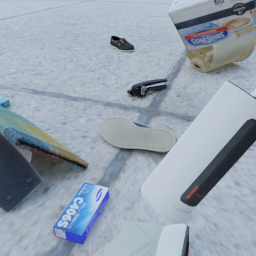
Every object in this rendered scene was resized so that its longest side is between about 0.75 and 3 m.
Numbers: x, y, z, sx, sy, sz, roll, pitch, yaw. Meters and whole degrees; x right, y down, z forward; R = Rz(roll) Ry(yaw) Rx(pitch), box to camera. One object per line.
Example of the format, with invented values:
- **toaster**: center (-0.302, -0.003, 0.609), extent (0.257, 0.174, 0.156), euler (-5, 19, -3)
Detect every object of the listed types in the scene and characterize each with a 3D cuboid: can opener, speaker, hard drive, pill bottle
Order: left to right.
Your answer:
- **pill bottle**: center (-2.976, 0.327, 6.256), extent (0.983, 0.983, 1.739), euler (-25, 40, -34)
- **hard drive**: center (-2.396, 0.777, 5.243), extent (0.929, 1.377, 0.291), euler (-44, 12, -23)
- **can opener**: center (0.740, -1.434, 9.533), extent (1.606, 0.509, 0.631), euler (-20, 36, -28)
- **speaker**: center (0.819, 0.292, 3.069), extent (0.637, 1.569, 0.637), euler (33, 16, -11)

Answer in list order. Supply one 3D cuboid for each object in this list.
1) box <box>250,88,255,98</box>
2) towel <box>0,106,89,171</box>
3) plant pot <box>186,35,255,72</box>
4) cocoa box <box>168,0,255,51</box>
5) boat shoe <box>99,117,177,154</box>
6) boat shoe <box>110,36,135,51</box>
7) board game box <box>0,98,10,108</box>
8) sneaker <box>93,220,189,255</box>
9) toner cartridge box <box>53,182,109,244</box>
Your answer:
- **box**: center (4.539, -0.615, 8.283), extent (1.896, 0.477, 2.627), euler (23, 40, 32)
- **towel**: center (-2.392, 0.030, 6.172), extent (2.869, 2.104, 0.311), euler (28, 86, 35)
- **plant pot**: center (3.567, -3.335, 11.322), extent (2.069, 2.260, 2.260), euler (-33, 43, -24)
- **cocoa box**: center (2.397, -3.176, 7.397), extent (2.092, 1.373, 1.395), euler (-2, 53, 38)
- **boat shoe**: center (0.246, 0.231, 6.986), extent (2.081, 0.756, 0.653), euler (12, -9, 28)
- **boat shoe**: center (-0.309, -4.203, 13.970), extent (0.620, 0.531, 1.694), euler (-24, 40, -34)
- **board game box**: center (-4.303, -0.698, 8.602), extent (1.021, 0.240, 0.771), euler (11, 34, 17)
- **sneaker**: center (-0.148, 2.256, 3.300), extent (1.350, 1.111, 2.935), euler (5, 24, 21)
- **toner cartridge box**: center (-0.807, 1.497, 5.084), extent (0.546, 0.248, 1.149), euler (10, 33, 16)
